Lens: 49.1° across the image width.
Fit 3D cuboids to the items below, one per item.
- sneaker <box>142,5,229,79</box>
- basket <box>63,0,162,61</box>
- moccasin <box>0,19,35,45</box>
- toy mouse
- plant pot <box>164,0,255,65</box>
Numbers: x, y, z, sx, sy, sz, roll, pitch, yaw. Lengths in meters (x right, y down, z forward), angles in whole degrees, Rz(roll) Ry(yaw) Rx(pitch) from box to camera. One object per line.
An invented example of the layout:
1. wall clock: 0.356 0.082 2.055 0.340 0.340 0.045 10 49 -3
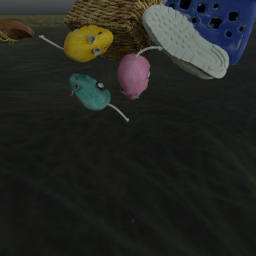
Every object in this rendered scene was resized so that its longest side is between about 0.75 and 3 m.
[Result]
1. sneaker: 1.091 -1.682 5.899 2.152 0.822 0.866 33 -6 -22
2. basket: -0.193 -2.561 6.654 2.012 1.436 1.499 17 74 30
3. moccasin: -2.769 -2.119 6.259 1.432 0.553 0.524 6 -14 8
4. toy mouse: -0.255 -0.528 3.343 1.506 1.338 0.291 -1 37 25
5. plant pot: 2.160 -2.937 6.904 2.160 1.942 2.160 29 28 13
